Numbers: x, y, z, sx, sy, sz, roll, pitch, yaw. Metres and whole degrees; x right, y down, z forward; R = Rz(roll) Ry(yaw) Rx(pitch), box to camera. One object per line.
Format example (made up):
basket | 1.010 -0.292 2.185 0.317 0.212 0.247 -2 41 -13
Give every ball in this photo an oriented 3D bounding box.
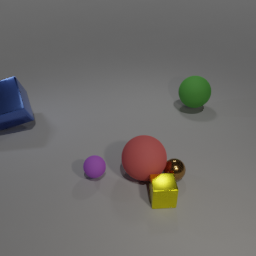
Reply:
ball | 2.923 -1.586 12.280 1.400 1.400 1.400 0 32 0
ball | -1.037 1.199 8.694 0.700 0.700 0.700 0 32 0
ball | 0.496 0.920 8.644 1.400 1.400 1.400 0 32 0
ball | 1.445 1.295 8.735 0.700 0.700 0.700 0 32 0

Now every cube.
cube | -4.682 -0.919 10.906 1.400 1.400 1.400 -19 75 -7
cube | 0.993 1.784 7.947 0.700 0.700 0.700 -2 32 -3
